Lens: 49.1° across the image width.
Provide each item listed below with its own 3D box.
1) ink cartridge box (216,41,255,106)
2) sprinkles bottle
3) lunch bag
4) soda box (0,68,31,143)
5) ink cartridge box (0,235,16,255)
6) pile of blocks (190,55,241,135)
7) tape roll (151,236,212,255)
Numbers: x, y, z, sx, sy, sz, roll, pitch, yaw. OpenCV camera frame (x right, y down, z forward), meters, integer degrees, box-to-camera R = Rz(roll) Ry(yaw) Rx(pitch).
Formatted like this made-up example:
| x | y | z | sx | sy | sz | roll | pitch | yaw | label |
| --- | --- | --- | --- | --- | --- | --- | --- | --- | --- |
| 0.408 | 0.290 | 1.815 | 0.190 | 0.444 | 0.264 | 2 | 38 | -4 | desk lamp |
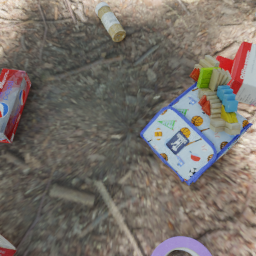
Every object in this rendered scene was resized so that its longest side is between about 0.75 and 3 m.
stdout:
| x | y | z | sx | sy | sz | roll | pitch | yaw | label |
| --- | --- | --- | --- | --- | --- | --- | --- | --- | --- |
| 3.970 | -1.545 | 8.408 | 2.753 | 0.926 | 1.599 | 18 | 65 | 9 | ink cartridge box |
| -0.618 | -3.679 | 9.700 | 0.517 | 0.517 | 1.514 | -23 | 66 | -11 | sprinkles bottle |
| 1.715 | 0.130 | 7.335 | 2.228 | 1.379 | 1.894 | -38 | 70 | -14 | lunch bag |
| -3.505 | -0.666 | 8.118 | 0.742 | 0.672 | 2.120 | 7 | 63 | 2 | soda box |
| -4.157 | 3.147 | 5.985 | 1.910 | 1.108 | 2.647 | 32 | 68 | 15 | ink cartridge box |
| 1.999 | -0.826 | 6.659 | 0.678 | 0.896 | 2.183 | -7 | 61 | -16 | pile of blocks |
| 1.205 | 3.254 | 6.285 | 1.504 | 0.493 | 1.504 | 0 | 64 | -1 | tape roll |
